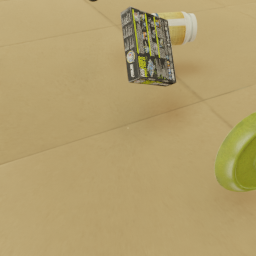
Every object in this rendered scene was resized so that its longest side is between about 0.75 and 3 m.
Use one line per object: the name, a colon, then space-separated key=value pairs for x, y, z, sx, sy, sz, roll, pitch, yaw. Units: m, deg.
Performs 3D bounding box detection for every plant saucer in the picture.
plant saucer: x=2.520 y=0.528 z=5.335 sx=1.869 sy=1.869 sz=0.290 roll=-14 pitch=31 yaw=-15

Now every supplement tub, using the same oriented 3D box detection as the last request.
supplement tub: x=1.530 y=-3.504 z=9.944 sx=1.570 sy=1.135 sz=1.135 roll=-6 pitch=42 yaw=-8

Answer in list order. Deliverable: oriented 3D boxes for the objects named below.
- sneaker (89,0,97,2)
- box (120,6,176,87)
sneaker: x=-1.117 y=-5.121 z=9.220 sx=0.955 sy=1.042 sz=2.447 roll=3 pitch=69 yaw=-12
box: x=0.570 y=-2.101 z=7.473 sx=1.495 sy=1.866 sz=0.413 roll=-3 pitch=-6 yaw=-42
